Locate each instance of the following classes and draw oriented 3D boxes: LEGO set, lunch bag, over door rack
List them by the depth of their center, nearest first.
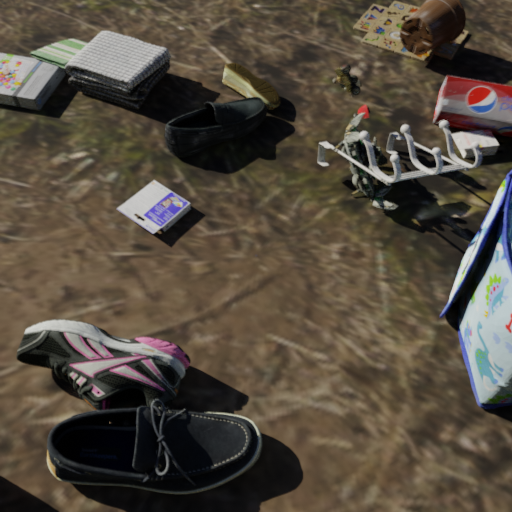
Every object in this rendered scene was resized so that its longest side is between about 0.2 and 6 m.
[{"bbox_3d":[3.991,0.502,8.509,1.849,2.467,2.901,-1,54,-1],"label":"lunch bag"},{"bbox_3d":[2.560,-2.044,10.484,1.925,0.868,2.606,-11,21,-21],"label":"over door rack"},{"bbox_3d":[1.964,-2.222,11.096,0.846,1.940,2.987,-19,60,21],"label":"LEGO set"}]

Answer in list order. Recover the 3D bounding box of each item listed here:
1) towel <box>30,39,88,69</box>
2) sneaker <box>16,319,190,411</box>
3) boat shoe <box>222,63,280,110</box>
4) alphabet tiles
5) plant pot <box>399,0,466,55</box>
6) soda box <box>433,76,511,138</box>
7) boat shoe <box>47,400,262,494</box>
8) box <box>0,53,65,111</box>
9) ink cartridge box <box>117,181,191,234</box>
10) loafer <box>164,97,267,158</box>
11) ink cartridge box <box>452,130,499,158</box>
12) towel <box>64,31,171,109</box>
[{"bbox_3d":[-4.622,-4.994,13.767,1.087,0.167,1.426,23,42,15],"label":"towel"},{"bbox_3d":[-2.411,1.759,8.476,2.662,1.069,1.149,7,55,6],"label":"sneaker"},{"bbox_3d":[-0.133,-3.837,12.988,1.679,0.528,0.612,40,45,18],"label":"boat shoe"},{"bbox_3d":[4.050,-5.915,14.700,2.697,0.085,2.244,25,57,17],"label":"alphabet tiles"},{"bbox_3d":[4.196,-5.524,13.547,1.218,1.218,1.206,38,63,24],"label":"plant pot"},{"bbox_3d":[5.181,-3.143,12.057,2.472,0.784,0.865,13,84,8],"label":"soda box"},{"bbox_3d":[-1.438,2.667,7.857,3.061,0.953,1.142,0,53,-3],"label":"boat shoe"},{"bbox_3d":[-5.686,-4.143,13.220,1.847,0.380,1.440,11,54,9],"label":"box"},{"bbox_3d":[-1.992,-0.914,10.930,1.028,0.225,1.038,33,58,22],"label":"ink cartridge box"},{"bbox_3d":[-0.823,-2.899,11.997,2.442,0.857,0.829,-27,58,-18],"label":"loafer"},{"bbox_3d":[4.633,-2.388,11.974,0.885,0.299,0.515,-6,54,-6],"label":"ink cartridge box"},{"bbox_3d":[-3.170,-4.369,13.115,2.012,0.861,1.666,21,55,17],"label":"towel"}]
